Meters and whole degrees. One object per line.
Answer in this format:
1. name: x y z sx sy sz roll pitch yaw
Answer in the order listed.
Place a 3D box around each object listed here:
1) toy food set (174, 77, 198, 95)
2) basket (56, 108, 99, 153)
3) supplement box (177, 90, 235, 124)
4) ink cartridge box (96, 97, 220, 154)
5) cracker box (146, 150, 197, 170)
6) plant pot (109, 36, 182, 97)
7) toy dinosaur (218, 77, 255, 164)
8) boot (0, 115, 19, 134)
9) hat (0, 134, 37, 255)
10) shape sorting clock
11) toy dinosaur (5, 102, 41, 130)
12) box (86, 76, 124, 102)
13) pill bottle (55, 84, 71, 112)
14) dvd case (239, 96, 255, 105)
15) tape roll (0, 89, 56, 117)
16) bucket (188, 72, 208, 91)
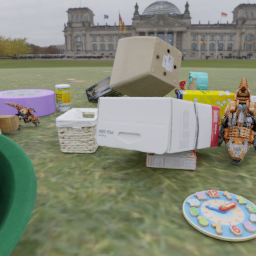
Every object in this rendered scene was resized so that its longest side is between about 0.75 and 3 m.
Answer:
1. toy food set: 2.227 -1.218 11.117 0.992 1.560 0.246 1 16 5
2. basket: -1.240 0.039 7.698 1.021 0.929 1.506 1 14 6
3. supplement box: 2.841 -0.806 10.469 1.994 1.092 1.085 2 15 5
4. ink cartridge box: 0.793 -0.101 6.533 1.894 1.069 2.580 5 3 36
5. cracker box: 1.000 0.677 6.503 1.100 0.317 0.737 3 14 9
6. plant pot: 0.967 -2.706 12.591 2.489 2.486 2.203 18 -14 -34
7. toy dinosaur: 2.900 -0.204 7.023 1.249 1.660 2.445 27 69 31
8. boot: -4.440 0.095 7.906 1.843 0.906 2.574 -5 11 3
9. hat: -2.297 1.412 4.042 2.137 2.271 2.580 10 48 -2
10. shape sorting clock: 1.471 1.304 4.361 1.218 0.239 1.218 0 15 0
11. toy dinosaur: -3.610 -0.439 9.534 1.240 0.842 0.633 40 -5 -8
12. box: -0.435 -2.137 14.199 2.262 0.690 2.856 -15 -2 -42
13. pill bottle: -2.831 -1.313 12.275 0.636 1.128 0.636 0 15 0
14. dvd case: 5.800 -1.373 14.215 2.179 0.234 2.931 6 16 23
15. tape roll: -4.447 -1.083 11.992 2.597 0.852 2.597 0 16 0
16. bucket: 4.042 -2.534 16.245 0.998 1.533 1.533 2 15 8
